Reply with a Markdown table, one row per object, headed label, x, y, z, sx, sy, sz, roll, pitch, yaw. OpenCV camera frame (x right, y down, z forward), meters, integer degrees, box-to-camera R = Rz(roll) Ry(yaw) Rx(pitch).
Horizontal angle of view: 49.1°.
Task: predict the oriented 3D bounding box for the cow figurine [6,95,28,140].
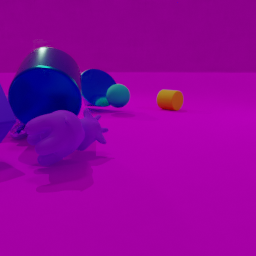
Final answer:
| label | x | y | z | sx | sy | sz | roll | pitch | yaw |
| --- | --- | --- | --- | --- | --- | --- | --- | --- | --- |
| cow figurine | -2.339 | -0.350 | 6.606 | 1.698 | 0.932 | 1.671 | 16 | 20 | 8 |

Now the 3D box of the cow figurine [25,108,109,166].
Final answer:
| label | x | y | z | sx | sy | sz | roll | pitch | yaw |
| --- | --- | --- | --- | --- | --- | --- | --- | --- | --- |
| cow figurine | -0.877 | 0.058 | 4.423 | 1.328 | 0.741 | 1.349 | -26 | -10 | -22 |

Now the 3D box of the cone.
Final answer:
| label | x | y | z | sx | sy | sz | roll | pitch | yaw |
| --- | --- | --- | --- | --- | --- | --- | --- | --- | --- |
| cone | -1.353 | -1.149 | 10.431 | 1.512 | 1.512 | 1.518 | -8 | -18 | -31 |

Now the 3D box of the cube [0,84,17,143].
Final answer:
| label | x | y | z | sx | sy | sz | roll | pitch | yaw |
| --- | --- | --- | --- | --- | --- | --- | --- | --- | --- |
| cube | -2.338 | -0.186 | 4.329 | 0.759 | 0.759 | 0.759 | -13 | -20 | -49 |

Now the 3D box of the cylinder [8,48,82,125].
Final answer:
| label | x | y | z | sx | sy | sz | roll | pitch | yaw |
| --- | --- | --- | --- | --- | --- | --- | --- | --- | --- |
| cylinder | -1.606 | -0.807 | 5.666 | 1.319 | 1.319 | 1.319 | -2 | 31 | -9 |

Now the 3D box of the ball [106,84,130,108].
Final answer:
| label | x | y | z | sx | sy | sz | roll | pitch | yaw |
| --- | --- | --- | --- | --- | --- | --- | --- | --- | --- |
| ball | -0.327 | -1.069 | 9.364 | 0.796 | 0.796 | 0.796 | 0 | 12 | 0 |

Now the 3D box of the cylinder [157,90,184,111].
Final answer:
| label | x | y | z | sx | sy | sz | roll | pitch | yaw |
| --- | --- | --- | --- | --- | --- | --- | --- | --- | --- |
| cylinder | 1.553 | -1.034 | 10.333 | 0.720 | 0.720 | 0.720 | -12 | 17 | -43 |
